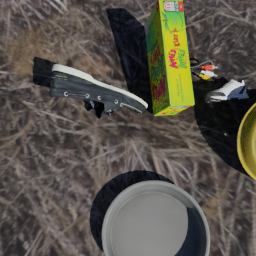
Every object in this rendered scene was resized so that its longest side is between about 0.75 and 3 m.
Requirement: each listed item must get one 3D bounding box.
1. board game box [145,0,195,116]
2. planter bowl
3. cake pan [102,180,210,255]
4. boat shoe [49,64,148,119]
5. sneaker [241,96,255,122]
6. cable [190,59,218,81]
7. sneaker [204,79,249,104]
[{"bbox_3d":[1.082,-1.863,7.738,0.674,1.438,2.832,-4,83,-13],"label":"board game box"},{"bbox_3d":[3.995,0.355,6.712,2.424,1.010,2.424,-1,96,-10],"label":"planter bowl"},{"bbox_3d":[0.648,2.552,6.746,2.538,0.465,2.538,0,63,0],"label":"cake pan"},{"bbox_3d":[-0.774,-0.749,7.585,2.862,1.070,0.949,20,86,-33],"label":"boat shoe"},{"bbox_3d":[3.735,-0.324,8.016,1.843,0.649,0.696,-46,113,-33],"label":"sneaker"},{"bbox_3d":[2.089,-1.788,8.565,1.315,0.639,0.331,2,31,-8],"label":"cable"},{"bbox_3d":[2.789,-1.056,8.061,1.575,0.580,0.630,-8,91,-31],"label":"sneaker"}]
